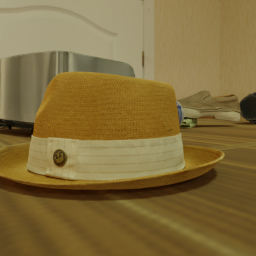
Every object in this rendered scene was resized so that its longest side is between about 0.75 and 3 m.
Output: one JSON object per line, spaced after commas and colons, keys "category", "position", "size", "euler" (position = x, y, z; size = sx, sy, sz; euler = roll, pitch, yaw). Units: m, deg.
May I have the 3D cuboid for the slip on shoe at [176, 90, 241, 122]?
{"category": "slip on shoe", "position": [2.226, -0.734, 8.605], "size": [2.910, 0.882, 1.106], "euler": [4, 6, -18]}

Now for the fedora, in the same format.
{"category": "fedora", "position": [-0.209, -0.052, 2.614], "size": [2.111, 0.861, 2.111], "euler": [-1, 4, 0]}

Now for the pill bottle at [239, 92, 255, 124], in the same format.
{"category": "pill bottle", "position": [4.933, -0.745, 10.398], "size": [1.164, 1.164, 2.082], "euler": [4, 5, 43]}

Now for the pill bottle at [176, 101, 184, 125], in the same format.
{"category": "pill bottle", "position": [0.741, -0.274, 6.203], "size": [0.810, 0.810, 1.458], "euler": [1, 5, 19]}

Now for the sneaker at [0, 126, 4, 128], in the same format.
{"category": "sneaker", "position": [-3.664, -0.364, 8.596], "size": [0.669, 0.690, 1.889], "euler": [15, 5, -23]}

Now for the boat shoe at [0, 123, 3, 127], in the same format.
{"category": "boat shoe", "position": [-3.360, -0.284, 6.610], "size": [0.850, 0.747, 2.387], "euler": [28, 10, 18]}

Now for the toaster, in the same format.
{"category": "toaster", "position": [-1.457, -0.703, 6.288], "size": [2.418, 1.587, 2.674], "euler": [5, 6, 39]}

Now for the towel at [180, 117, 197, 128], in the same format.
{"category": "towel", "position": [1.482, -0.196, 8.680], "size": [1.252, 0.308, 1.688], "euler": [3, 5, 23]}
